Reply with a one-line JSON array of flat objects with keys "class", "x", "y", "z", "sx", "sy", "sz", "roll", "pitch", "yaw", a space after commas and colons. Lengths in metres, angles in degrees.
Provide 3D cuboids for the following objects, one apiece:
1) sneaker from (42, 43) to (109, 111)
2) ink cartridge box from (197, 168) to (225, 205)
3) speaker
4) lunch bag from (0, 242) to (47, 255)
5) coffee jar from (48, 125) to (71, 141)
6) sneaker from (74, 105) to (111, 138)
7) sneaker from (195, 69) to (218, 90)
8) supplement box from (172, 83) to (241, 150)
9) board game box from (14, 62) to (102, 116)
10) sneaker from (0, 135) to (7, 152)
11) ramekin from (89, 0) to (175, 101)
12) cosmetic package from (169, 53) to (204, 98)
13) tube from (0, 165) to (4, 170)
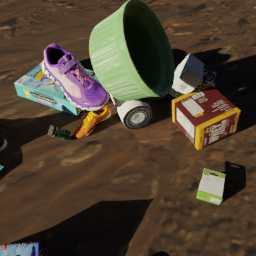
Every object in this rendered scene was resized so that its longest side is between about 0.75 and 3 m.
[{"class": "sneaker", "x": -1.898, "y": -1.829, "z": 9.661, "sx": 2.987, "sy": 1.320, "sz": 1.201, "roll": 41, "pitch": 66, "yaw": 12}, {"class": "ink cartridge box", "x": 2.551, "y": 1.772, "z": 8.550, "sx": 0.701, "sy": 0.360, "sz": 0.949, "roll": 15, "pitch": 45, "yaw": 15}, {"class": "speaker", "x": -0.099, "y": -1.312, "z": 11.091, "sx": 1.186, "sy": 1.186, "sz": 2.920, "roll": -13, "pitch": 46, "yaw": -13}, {"class": "lunch bag", "x": -2.801, "y": 3.825, "z": 6.220, "sx": 1.653, "sy": 1.033, "sz": 2.195, "roll": -3, "pitch": 57, "yaw": -4}, {"class": "coffee jar", "x": -2.415, "y": 0.176, "z": 9.823, "sx": 0.327, "sy": 0.767, "sz": 0.400, "roll": 5, "pitch": 77, "yaw": 47}, {"class": "sneaker", "x": -1.376, "y": -0.301, "z": 10.269, "sx": 1.655, "sy": 0.638, "sz": 0.604, "roll": -44, "pitch": 56, "yaw": -9}, {"class": "sneaker", "x": 3.305, "y": -1.696, "z": 11.449, "sx": 0.734, "sy": 1.196, "sz": 1.838, "roll": -1, "pitch": 45, "yaw": 0}, {"class": "supplement box", "x": 2.738, "y": -0.434, "z": 10.057, "sx": 1.663, "sy": 1.119, "sz": 1.686, "roll": -24, "pitch": 50, "yaw": -11}, {"class": "board game box", "x": -2.853, "y": -1.859, "z": 11.965, "sx": 2.992, "sy": 0.702, "sz": 2.259, "roll": 19, "pitch": 48, "yaw": 18}, {"class": "sneaker", "x": -5.246, "y": -0.002, "z": 9.693, "sx": 2.207, "sy": 1.256, "sz": 0.833, "roll": 19, "pitch": 48, "yaw": 18}, {"class": "ramekin", "x": 0.147, "y": -2.191, "z": 8.506, "sx": 1.393, "sy": 2.852, "sz": 2.852, "roll": -13, "pitch": 35, "yaw": 34}, {"class": "cosmetic package", "x": 2.381, "y": -2.095, "z": 11.610, "sx": 0.833, "sy": 1.350, "sz": 1.355, "roll": 32, "pitch": 45, "yaw": -14}, {"class": "tube", "x": -5.452, "y": 1.014, "z": 9.167, "sx": 2.709, "sy": 0.683, "sz": 1.049, "roll": 26, "pitch": 58, "yaw": 18}]
